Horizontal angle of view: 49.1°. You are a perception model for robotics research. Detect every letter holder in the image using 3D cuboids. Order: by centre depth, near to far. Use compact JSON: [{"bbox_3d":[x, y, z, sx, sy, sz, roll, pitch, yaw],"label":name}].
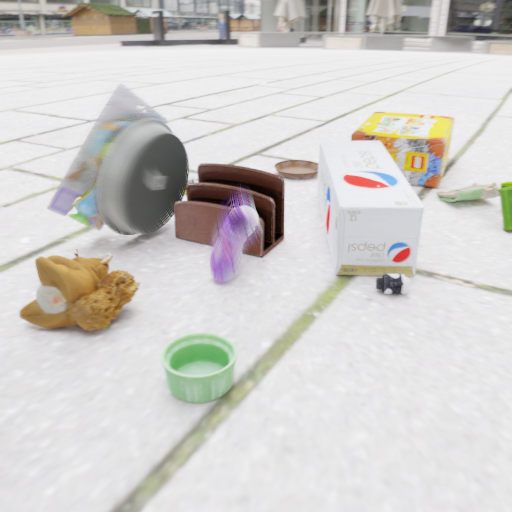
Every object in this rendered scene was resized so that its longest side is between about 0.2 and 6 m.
[{"bbox_3d":[-0.542,-0.997,11.246,2.049,1.456,1.030,13,29,25],"label":"letter holder"}]

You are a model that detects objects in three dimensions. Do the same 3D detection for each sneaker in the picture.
[{"bbox_3d":[-0.448,-0.256,9.740,0.570,1.418,0.627,22,-4,10],"label":"sneaker"}]

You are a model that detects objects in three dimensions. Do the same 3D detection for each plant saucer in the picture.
[{"bbox_3d":[1.149,-2.376,15.516,1.326,0.243,1.326,0,26,0],"label":"plant saucer"}]

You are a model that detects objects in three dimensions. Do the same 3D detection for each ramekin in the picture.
[{"bbox_3d":[-0.732,1.457,7.275,0.977,0.477,0.977,0,26,0],"label":"ramekin"}]

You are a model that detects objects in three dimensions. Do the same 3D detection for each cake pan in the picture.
[{"bbox_3d":[-2.152,-1.493,11.132,0.441,2.404,2.404,22,33,26],"label":"cake pan"}]

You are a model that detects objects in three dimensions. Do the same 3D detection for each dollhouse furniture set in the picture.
[{"bbox_3d":[5.293,-1.157,12.871,1.163,0.899,2.327,-14,9,-12],"label":"dollhouse furniture set"}]

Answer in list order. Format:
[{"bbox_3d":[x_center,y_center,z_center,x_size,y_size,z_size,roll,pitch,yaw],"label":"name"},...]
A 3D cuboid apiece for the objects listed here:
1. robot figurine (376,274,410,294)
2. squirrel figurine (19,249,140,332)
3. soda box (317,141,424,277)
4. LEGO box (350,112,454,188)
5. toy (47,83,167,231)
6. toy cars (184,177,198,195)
[{"bbox_3d":[2.316,0.470,9.475,0.558,0.348,0.420,1,38,4],"label":"robot figurine"},{"bbox_3d":[-2.649,0.523,8.880,1.558,1.103,1.454,21,19,9],"label":"squirrel figurine"},{"bbox_3d":[2.176,-1.175,11.681,1.500,1.402,4.405,1,26,1],"label":"soda box"},{"bbox_3d":[4.170,-3.108,15.846,2.412,1.250,3.239,10,27,20],"label":"LEGO box"},{"bbox_3d":[-2.699,-1.730,10.854,0.637,2.699,1.554,35,3,28],"label":"toy"},{"bbox_3d":[-1.670,-1.867,14.423,0.543,0.268,1.211,14,29,26],"label":"toy cars"}]
